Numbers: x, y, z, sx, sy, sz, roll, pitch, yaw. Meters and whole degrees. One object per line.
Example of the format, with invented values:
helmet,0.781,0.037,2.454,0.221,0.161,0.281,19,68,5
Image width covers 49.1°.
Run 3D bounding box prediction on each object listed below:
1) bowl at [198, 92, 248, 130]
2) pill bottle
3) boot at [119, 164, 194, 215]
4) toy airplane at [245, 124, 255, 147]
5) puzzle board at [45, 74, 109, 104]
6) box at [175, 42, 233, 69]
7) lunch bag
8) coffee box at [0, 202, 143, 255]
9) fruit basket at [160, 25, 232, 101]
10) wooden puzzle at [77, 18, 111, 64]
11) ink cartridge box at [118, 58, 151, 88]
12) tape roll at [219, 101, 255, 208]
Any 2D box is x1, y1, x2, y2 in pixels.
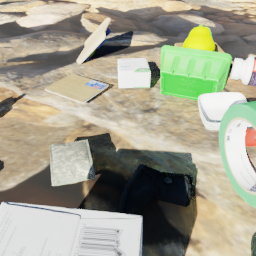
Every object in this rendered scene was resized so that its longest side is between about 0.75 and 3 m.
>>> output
bowl,3.364,-0.534,9.909,1.702,0.636,1.704,-2,44,4
pill bottle,5.596,-2.380,11.937,2.177,1.213,1.213,11,39,14
boot,0.774,1.682,7.098,1.572,0.715,1.871,10,33,19
toy airplane,4.789,-0.199,8.673,2.420,1.707,2.409,-43,21,-31
puzzle board,-2.148,-1.673,11.773,2.188,0.190,1.649,21,42,29
box,3.852,-3.767,14.472,2.342,0.305,2.866,-3,37,-4
lunch bag,-1.556,1.060,7.831,1.160,0.832,1.414,-8,34,-10
coffee box,-1.014,2.856,4.267,2.347,2.321,2.344,4,38,6
fruit basket,2.735,-2.678,11.516,2.979,2.149,2.979,-3,52,4
wooden puzzle,-1.620,-4.394,14.328,0.538,2.151,2.323,37,33,-25
ink cartridge box,0.228,-2.418,12.190,1.326,0.798,1.825,-1,32,-2
tape roll,3.141,0.635,6.913,0.620,2.581,2.581,-10,39,-9
